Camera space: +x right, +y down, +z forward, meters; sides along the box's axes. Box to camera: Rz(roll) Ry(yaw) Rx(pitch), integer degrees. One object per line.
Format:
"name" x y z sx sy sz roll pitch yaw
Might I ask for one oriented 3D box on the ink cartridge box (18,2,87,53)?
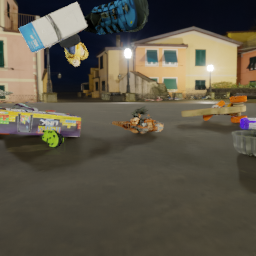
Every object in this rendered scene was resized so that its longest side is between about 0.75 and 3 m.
"ink cartridge box" -1.947 -2.619 7.387 1.577 0.677 1.155 -26 19 -5

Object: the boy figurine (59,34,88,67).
"boy figurine" -2.332 -3.479 12.152 0.921 1.777 2.859 -10 -3 0

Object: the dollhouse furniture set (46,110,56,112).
"dollhouse furniture set" -3.464 -0.413 11.168 1.076 0.579 0.438 -3 7 -26

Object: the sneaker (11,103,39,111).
"sneaker" -4.993 -0.673 12.694 2.162 0.804 0.946 6 14 37

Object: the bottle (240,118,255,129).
"bottle" 4.530 -0.149 9.622 1.215 0.397 0.508 0 8 1

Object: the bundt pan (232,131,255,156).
"bundt pan" 2.616 0.314 5.527 1.108 0.416 1.108 0 7 0

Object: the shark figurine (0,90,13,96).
"shark figurine" -5.356 -0.574 10.884 0.884 2.119 1.266 36 -41 -19

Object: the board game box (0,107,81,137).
"board game box" -2.619 -0.173 8.103 2.153 0.611 1.780 4 5 -24

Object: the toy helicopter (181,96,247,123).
"toy helicopter" 3.787 -0.792 12.570 2.829 1.116 1.871 -5 7 0

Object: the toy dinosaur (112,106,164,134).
"toy dinosaur" 0.326 -0.174 8.758 1.561 0.797 1.060 22 25 3

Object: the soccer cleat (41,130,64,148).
"soccer cleat" -1.668 0.239 6.487 0.467 0.389 1.153 15 0 -29

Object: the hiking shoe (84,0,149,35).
"hiking shoe" -0.405 -3.002 7.738 1.131 0.971 2.610 -21 14 -25
